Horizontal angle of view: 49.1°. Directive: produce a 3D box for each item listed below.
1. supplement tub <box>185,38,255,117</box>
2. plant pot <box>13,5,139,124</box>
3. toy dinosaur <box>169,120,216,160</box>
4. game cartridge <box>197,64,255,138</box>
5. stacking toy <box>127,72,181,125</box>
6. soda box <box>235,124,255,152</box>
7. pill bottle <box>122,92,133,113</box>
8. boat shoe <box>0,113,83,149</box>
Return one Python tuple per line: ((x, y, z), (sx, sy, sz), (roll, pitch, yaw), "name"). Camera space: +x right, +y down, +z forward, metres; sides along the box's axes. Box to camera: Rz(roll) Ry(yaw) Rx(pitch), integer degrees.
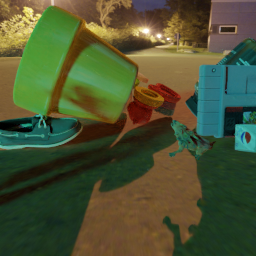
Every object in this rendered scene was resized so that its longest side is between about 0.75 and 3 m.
((2.989, -1.318, 8.408), (1.392, 2.602, 1.392), (41, 21, -19), "supplement tub")
((-1.233, -1.368, 7.453), (2.580, 2.743, 2.743), (23, 14, -11), "plant pot")
((1.226, 0.260, 5.114), (1.117, 0.479, 0.757), (11, -24, -15), "toy dinosaur")
((3.242, -0.686, 7.295), (2.877, 1.865, 0.552), (-1, 4, -9), "game cartridge")
((0.419, -0.997, 9.225), (2.170, 1.013, 2.397), (36, 25, 26), "stacking toy")
((3.046, 0.185, 5.968), (1.643, 0.561, 0.521), (0, 2, -28), "soda box")
((-1.102, -1.097, 9.647), (2.328, 1.290, 1.290), (-5, 18, -18), "pill bottle")
((-2.156, 0.015, 6.721), (2.075, 0.641, 0.756), (-8, 44, -3), "boat shoe")
